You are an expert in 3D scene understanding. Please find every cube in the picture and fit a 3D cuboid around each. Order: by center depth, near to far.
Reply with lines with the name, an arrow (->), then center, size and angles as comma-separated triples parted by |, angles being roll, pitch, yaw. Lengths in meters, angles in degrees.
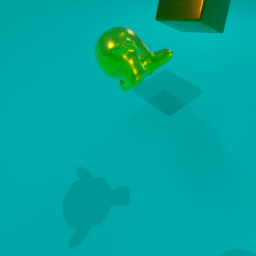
cube -> 1.764, -3.366, 7.383 | 1.381, 1.381, 1.381 | 19, 14, 39

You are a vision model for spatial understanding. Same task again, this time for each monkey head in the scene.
monkey head -> 0.061, -1.250, 4.614 | 1.185, 0.992, 1.647 | -29, 24, 3
